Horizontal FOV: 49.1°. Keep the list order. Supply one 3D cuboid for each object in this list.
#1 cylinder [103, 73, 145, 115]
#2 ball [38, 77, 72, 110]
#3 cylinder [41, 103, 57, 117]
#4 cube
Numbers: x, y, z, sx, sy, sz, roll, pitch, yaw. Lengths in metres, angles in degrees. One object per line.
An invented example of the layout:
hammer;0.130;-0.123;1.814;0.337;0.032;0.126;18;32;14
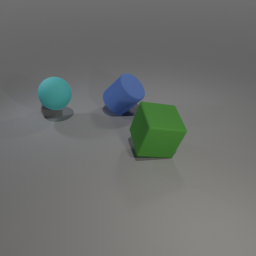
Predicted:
cylinder;-0.193;-1.527;12.728;1.400;1.400;1.400;26;46;-30
ball;-3.118;-1.472;11.969;1.400;1.400;1.400;0;30;0
cylinder;-3.666;-0.970;12.976;0.700;0.700;0.700;-7;33;-11
cube;1.014;0.076;9.984;1.400;1.400;1.400;5;42;-19
